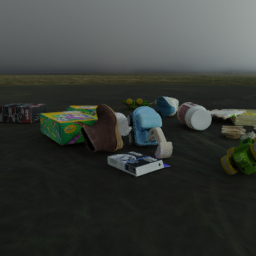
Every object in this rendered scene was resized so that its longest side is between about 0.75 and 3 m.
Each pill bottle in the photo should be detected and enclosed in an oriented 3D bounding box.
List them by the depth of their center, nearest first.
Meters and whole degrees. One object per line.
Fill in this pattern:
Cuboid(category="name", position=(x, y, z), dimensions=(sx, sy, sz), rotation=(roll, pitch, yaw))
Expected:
Cuboid(category="pill bottle", position=(-0.664, -0.157, 10.410), dimensions=(0.920, 0.920, 1.684), rotation=(-10, 15, -41))
Cuboid(category="pill bottle", position=(2.787, -0.495, 11.852), dimensions=(1.008, 1.008, 1.766), rotation=(-1, 12, -6))

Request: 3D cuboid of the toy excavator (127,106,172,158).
Cuboid(category="toy excavator", position=(0.690, 0.109, 8.565), dimensions=(0.979, 1.906, 1.960), rotation=(-2, -16, -13))

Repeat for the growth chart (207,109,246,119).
Cuboid(category="growth chart", position=(4.375, -0.719, 13.831), dimensions=(1.926, 0.236, 2.662), rotation=(-12, 8, -29))

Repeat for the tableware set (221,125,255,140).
Cuboid(category="tableware set", position=(4.516, 0.154, 10.511), dimensions=(1.991, 0.277, 2.384), rotation=(5, 12, 21))

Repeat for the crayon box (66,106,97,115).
Cuboid(category="crayon box", position=(-2.128, -0.812, 14.493), dimensions=(1.914, 0.558, 1.137), rotation=(-1, 12, -3))

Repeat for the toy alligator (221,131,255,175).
Cuboid(category="toy alligator", position=(3.088, 0.648, 7.065), dimensions=(0.936, 0.678, 2.823), rotation=(-31, -6, 31))

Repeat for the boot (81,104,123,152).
Cuboid(category="boot", position=(-0.860, -0.052, 8.370), dimensions=(0.606, 1.674, 1.393), rotation=(-37, -21, 29))

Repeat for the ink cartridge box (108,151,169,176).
Cuboid(category="ink cartridge box", position=(0.282, 0.853, 7.172), dimensions=(1.173, 0.254, 1.162), rotation=(-8, 13, -38))

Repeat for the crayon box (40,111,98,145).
Cuboid(category="crayon box", position=(-2.075, -0.079, 9.962), dimensions=(1.492, 0.732, 2.512), rotation=(-6, 13, -30))

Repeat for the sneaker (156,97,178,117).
Cuboid(category="sneaker", position=(2.316, -1.278, 15.623), dimensions=(1.122, 1.063, 2.778), rotation=(-1, 13, -5))

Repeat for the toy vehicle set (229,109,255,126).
Cuboid(category="toy vehicle set", position=(5.955, -0.537, 13.632), dimensions=(1.730, 0.369, 2.784), rotation=(3, 12, 13))

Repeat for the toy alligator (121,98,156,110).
Cuboid(category="toy alligator", position=(0.772, -1.441, 17.540), dimensions=(2.401, 0.577, 0.796), rotation=(0, -20, 3))

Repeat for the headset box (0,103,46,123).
Cuboid(category="headset box", position=(-5.061, -0.742, 13.598), dimensions=(2.048, 0.791, 1.524), rotation=(3, 12, 9))
